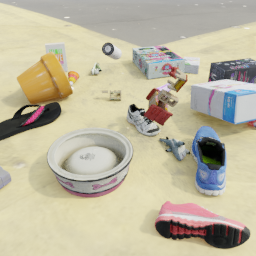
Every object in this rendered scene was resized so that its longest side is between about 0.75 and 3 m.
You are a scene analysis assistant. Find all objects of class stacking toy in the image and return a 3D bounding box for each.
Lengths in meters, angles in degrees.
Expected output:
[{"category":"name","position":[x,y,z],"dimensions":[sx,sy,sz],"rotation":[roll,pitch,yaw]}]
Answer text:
[{"category":"stacking toy","position":[-2.681,-2.316,13.441],"dimensions":[0.587,0.587,0.804],"rotation":[4,52,6]}]

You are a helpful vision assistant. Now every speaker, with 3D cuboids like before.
[{"category":"speaker","position":[-0.496,-2.403,8.819],"dimensions":[0.402,0.402,0.990],"rotation":[8,7,12]}]

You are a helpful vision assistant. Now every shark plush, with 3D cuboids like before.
[{"category":"shark plush","position":[1.395,0.571,8.953],"dimensions":[0.521,0.569,1.252],"rotation":[-45,52,-9]}]

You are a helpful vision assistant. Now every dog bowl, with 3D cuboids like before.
[{"category":"dog bowl","position":[-1.023,0.963,7.901],"dimensions":[2.355,0.868,2.355],"rotation":[0,34,0]}]

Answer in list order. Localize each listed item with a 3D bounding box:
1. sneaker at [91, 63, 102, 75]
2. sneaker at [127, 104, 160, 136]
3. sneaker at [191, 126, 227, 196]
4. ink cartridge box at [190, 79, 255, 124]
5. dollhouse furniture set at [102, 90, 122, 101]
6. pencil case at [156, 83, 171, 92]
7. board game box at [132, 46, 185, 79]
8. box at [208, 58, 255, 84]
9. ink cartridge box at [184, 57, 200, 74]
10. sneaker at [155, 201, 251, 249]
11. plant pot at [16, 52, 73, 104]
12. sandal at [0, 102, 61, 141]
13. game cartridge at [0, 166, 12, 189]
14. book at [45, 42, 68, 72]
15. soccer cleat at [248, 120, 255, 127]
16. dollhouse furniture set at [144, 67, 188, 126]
[{"category":"sneaker","position":[-1.572,-3.032,14.585],"dimensions":[0.494,0.428,1.114],"rotation":[13,41,1]},{"category":"sneaker","position":[0.503,-0.320,10.024],"dimensions":[0.622,0.721,1.645],"rotation":[-23,41,-34]},{"category":"sneaker","position":[2.426,0.650,8.093],"dimensions":[1.044,1.185,2.657],"rotation":[4,33,6]},{"category":"ink cartridge box","position":[3.679,-1.039,10.115],"dimensions":[1.774,1.039,2.454],"rotation":[-11,18,-21]},{"category":"dollhouse furniture set","position":[-0.686,-1.419,12.156],"dimensions":[0.798,0.444,0.706],"rotation":[0,8,0]},{"category":"pencil case","position":[1.591,-1.729,12.481],"dimensions":[0.401,0.409,0.957],"rotation":[40,49,23]},{"category":"board game box","position":[1.550,-3.564,14.924],"dimensions":[1.990,0.867,2.698],"rotation":[-10,35,-14]},{"category":"box","position":[4.772,-2.235,12.423],"dimensions":[2.136,1.306,1.133],"rotation":[-9,33,-15]},{"category":"ink cartridge box","position":[3.337,-3.346,14.887],"dimensions":[0.875,0.507,1.208],"rotation":[8,34,12]},{"category":"sneaker","position":[1.671,2.042,6.332],"dimensions":[2.051,0.756,0.890],"rotation":[7,32,11]},{"category":"plant pot","position":[-3.523,-1.912,11.636],"dimensions":[1.761,1.924,1.924],"rotation":[-29,40,-14]},{"category":"sandal","position":[-3.675,-0.403,10.198],"dimensions":[2.900,0.654,1.089],"rotation":[-28,42,-36]},{"category":"game cartridge","position":[-4.709,1.335,7.735],"dimensions":[2.619,0.503,1.698],"rotation":[20,34,27]},{"category":"book","position":[-3.670,-3.614,14.422],"dimensions":[0.979,1.465,0.352],"rotation":[-7,34,-9]},{"category":"soccer cleat","position":[5.075,-0.493,10.520],"dimensions":[1.712,0.571,0.655],"rotation":[-30,59,-37]},{"category":"dollhouse furniture set","position":[1.319,-1.093,8.895],"dimensions":[0.779,1.915,1.031],"rotation":[26,42,-15]}]
